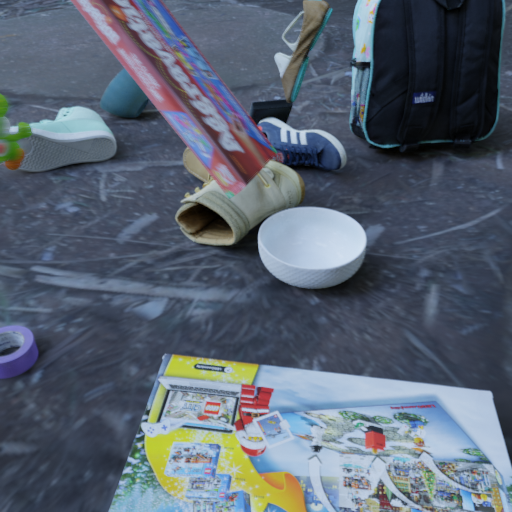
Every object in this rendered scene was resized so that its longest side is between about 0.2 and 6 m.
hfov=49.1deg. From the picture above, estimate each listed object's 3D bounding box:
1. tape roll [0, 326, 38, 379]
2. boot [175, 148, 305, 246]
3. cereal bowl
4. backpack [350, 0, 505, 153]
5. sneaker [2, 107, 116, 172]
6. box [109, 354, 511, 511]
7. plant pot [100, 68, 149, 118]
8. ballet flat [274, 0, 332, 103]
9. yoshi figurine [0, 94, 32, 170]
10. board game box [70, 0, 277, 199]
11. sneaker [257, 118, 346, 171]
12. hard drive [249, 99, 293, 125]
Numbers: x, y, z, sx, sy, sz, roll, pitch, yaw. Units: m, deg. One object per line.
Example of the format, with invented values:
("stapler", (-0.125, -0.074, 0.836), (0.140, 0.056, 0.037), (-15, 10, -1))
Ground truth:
("tape roll", (-3.447, 1.330, 7.786), (0.734, 0.312, 0.734), (-1, 36, 1))
("boot", (-0.836, -1.272, 10.780), (2.904, 1.057, 2.257), (28, 44, 28))
("cereal bowl", (0.908, -0.047, 9.303), (1.794, 0.747, 1.794), (0, 36, 0))
("backpack", (3.804, -4.622, 12.949), (3.352, 3.813, 2.923), (-4, 28, -3))
("sneaker", (-4.709, -2.748, 12.773), (2.712, 0.998, 1.600), (-6, 41, -25))
("box", (0.625, 2.429, 5.805), (3.934, 0.741, 2.687), (6, 36, 5))
("plant pot", (-3.346, -4.155, 14.708), (0.875, 1.299, 1.299), (36, 39, -7))
("ballet flat", (0.700, -3.555, 9.653), (0.628, 1.737, 0.589), (25, 29, 3))
("yoshi figurine", (-3.252, -1.624, 7.041), (0.659, 1.178, 0.662), (46, 64, 7))
("board game box", (-1.363, -3.080, 9.117), (0.429, 4.409, 2.270), (-34, 11, 27))
("sneaker", (0.765, -2.278, 12.347), (2.500, 0.937, 1.056), (25, 51, 37))
("hard drive", (0.285, -3.254, 13.330), (0.944, 1.353, 0.223), (-8, 75, -10))
